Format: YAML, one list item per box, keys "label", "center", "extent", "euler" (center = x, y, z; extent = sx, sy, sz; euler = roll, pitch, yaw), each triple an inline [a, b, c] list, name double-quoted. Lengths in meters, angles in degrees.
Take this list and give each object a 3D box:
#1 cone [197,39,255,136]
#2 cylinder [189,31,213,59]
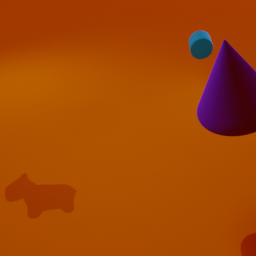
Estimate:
- label: "cone"
  center: [1.504, -0.749, 4.093]
  extent: [1.249, 1.253, 1.249]
  euler: [-16, 43, 15]
- label: "cylinder"
  center: [2.354, -2.698, 9.090]
  extent: [0.707, 0.707, 0.707]
  euler: [3, 39, 5]
